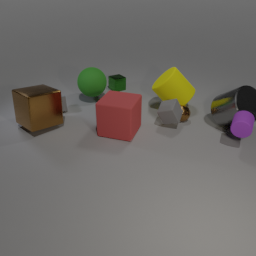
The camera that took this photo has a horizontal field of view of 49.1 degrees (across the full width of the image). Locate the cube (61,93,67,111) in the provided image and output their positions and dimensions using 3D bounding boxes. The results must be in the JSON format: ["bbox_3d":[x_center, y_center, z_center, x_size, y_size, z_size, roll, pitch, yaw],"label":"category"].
[{"bbox_3d":[-3.188,-1.135,12.633,0.700,0.700,0.700,-12,24,-20],"label":"cube"}]

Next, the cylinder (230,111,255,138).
[{"bbox_3d":[3.973,-0.133,9.710,0.700,0.700,0.700,13,41,22],"label":"cylinder"}]

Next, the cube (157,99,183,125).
[{"bbox_3d":[1.691,-0.647,11.197,0.700,0.700,0.700,-8,40,35],"label":"cube"}]

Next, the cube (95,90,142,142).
[{"bbox_3d":[-0.325,-0.501,10.875,1.400,1.400,1.400,9,31,16],"label":"cube"}]

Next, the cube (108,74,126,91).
[{"bbox_3d":[-0.578,-2.410,14.968,0.700,0.700,0.700,-17,34,-30],"label":"cube"}]

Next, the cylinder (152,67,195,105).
[{"bbox_3d":[2.027,-1.739,12.496,1.400,1.400,1.400,-42,16,15],"label":"cylinder"}]

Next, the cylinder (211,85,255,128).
[{"bbox_3d":[4.213,-0.795,10.892,1.400,1.400,1.400,-15,-3,-24],"label":"cylinder"}]

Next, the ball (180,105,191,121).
[{"bbox_3d":[2.283,-0.625,11.821,0.700,0.700,0.700,0,29,0],"label":"ball"}]

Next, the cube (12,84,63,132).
[{"bbox_3d":[-3.574,-0.838,11.137,1.400,1.400,1.400,-20,30,-41],"label":"cube"}]

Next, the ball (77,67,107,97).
[{"bbox_3d":[-1.718,-2.196,13.395,1.400,1.400,1.400,0,29,0],"label":"ball"}]
